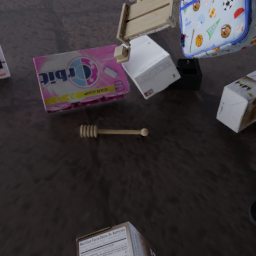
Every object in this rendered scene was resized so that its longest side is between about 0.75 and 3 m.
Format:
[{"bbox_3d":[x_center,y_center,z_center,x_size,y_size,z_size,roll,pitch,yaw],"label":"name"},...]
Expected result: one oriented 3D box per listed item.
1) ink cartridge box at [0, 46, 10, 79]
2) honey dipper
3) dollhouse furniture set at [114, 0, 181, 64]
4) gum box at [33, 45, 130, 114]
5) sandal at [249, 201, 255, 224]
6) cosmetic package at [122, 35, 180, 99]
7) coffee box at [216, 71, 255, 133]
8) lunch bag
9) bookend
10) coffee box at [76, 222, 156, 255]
[{"bbox_3d":[-4.811,-2.389,9.390,1.178,1.632,0.683,-20,51,-19],"label":"ink cartridge box"},{"bbox_3d":[-0.361,0.085,7.772,1.864,0.354,0.354,0,44,-2],"label":"honey dipper"},{"bbox_3d":[1.181,-2.912,7.109,2.436,1.395,2.857,-4,68,40],"label":"dollhouse furniture set"},{"bbox_3d":[-1.326,-1.486,8.487,2.635,0.871,1.495,-14,84,-14],"label":"gum box"},{"bbox_3d":[3.384,1.662,6.111,1.681,0.379,0.631,-13,46,-13],"label":"sandal"},{"bbox_3d":[0.526,-2.097,9.027,1.280,0.932,2.517,-33,35,4],"label":"cosmetic package"},{"bbox_3d":[3.676,-0.904,8.175,2.058,1.177,0.820,-27,50,-24],"label":"coffee box"},{"bbox_3d":[1.567,-2.003,4.946,0.653,1.384,1.727,-6,5,-28],"label":"lunch bag"},{"bbox_3d":[1.741,-1.928,9.626,1.351,0.626,1.360,2,44,2],"label":"bookend"},{"bbox_3d":[0.036,2.852,4.047,0.967,1.387,2.426,-22,44,8],"label":"coffee box"}]
